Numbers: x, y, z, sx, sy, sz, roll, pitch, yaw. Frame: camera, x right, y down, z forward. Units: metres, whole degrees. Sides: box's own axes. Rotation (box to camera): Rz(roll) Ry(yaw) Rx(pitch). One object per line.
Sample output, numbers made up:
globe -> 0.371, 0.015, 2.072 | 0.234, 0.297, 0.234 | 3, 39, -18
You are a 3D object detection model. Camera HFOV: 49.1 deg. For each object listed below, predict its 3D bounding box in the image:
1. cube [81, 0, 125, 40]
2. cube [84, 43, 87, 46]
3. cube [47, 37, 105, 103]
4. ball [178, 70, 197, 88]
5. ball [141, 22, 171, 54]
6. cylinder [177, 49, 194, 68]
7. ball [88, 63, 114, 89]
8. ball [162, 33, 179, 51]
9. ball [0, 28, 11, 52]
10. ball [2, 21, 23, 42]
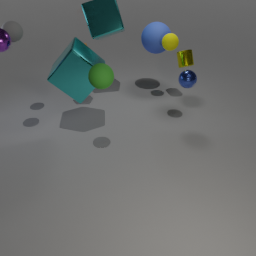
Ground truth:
cube -> -1.010, -4.665, 11.905 | 1.400, 1.400, 1.400 | -16, 15, 5
cube -> -1.993, -2.972, 11.376 | 0.700, 0.700, 0.700 | -12, 22, 18
cube -> -1.742, -2.009, 9.745 | 1.400, 1.400, 1.400 | 36, 24, -25
ball -> 2.287, -1.872, 10.736 | 0.700, 0.700, 0.700 | 0, 32, 0
ball -> 1.311, -4.153, 12.926 | 1.400, 1.400, 1.400 | 0, 32, 0
cylinder -> 2.581, -3.114, 12.610 | 0.700, 0.700, 0.700 | -10, 8, 1
ball -> -0.730, -1.408, 7.622 | 0.700, 0.700, 0.700 | 0, 32, 0
ball -> 1.763, -3.587, 11.692 | 0.700, 0.700, 0.700 | 0, 32, 0
ball -> -3.822, -2.598, 8.269 | 0.700, 0.700, 0.700 | 0, 32, 0
ball -> -3.976, -3.315, 9.633 | 0.700, 0.700, 0.700 | 0, 32, 0
